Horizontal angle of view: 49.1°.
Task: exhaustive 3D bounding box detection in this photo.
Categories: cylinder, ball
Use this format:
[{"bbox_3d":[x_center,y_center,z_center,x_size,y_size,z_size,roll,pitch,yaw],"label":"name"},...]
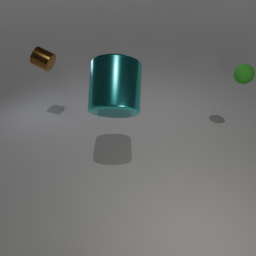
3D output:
[{"bbox_3d":[-3.153,-2.566,10.414,0.700,0.700,0.700,26,35,0],"label":"cylinder"},{"bbox_3d":[-0.348,-1.079,7.565,1.400,1.400,1.400,2,-9,0],"label":"cylinder"},{"bbox_3d":[4.122,-1.916,9.947,0.700,0.700,0.700,0,32,0],"label":"ball"}]
